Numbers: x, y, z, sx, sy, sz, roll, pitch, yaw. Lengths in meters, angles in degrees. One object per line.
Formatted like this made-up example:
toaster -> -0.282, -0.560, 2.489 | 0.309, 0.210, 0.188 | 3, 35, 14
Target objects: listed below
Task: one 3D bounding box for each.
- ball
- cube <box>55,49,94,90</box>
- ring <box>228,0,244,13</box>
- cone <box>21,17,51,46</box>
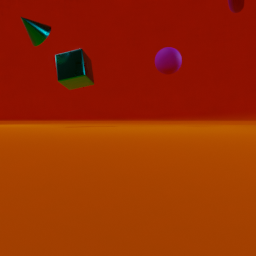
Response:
ball -> 1.622, -2.703, 11.309 | 1.068, 1.068, 1.068 | 0, 2, 0
cube -> -2.269, -2.489, 12.050 | 1.219, 1.219, 1.219 | -11, -11, 10
ring -> 1.935, -2.755, 5.033 | 0.257, 1.287, 1.287 | -1, 1, 24
cone -> -3.715, -3.905, 10.802 | 1.043, 1.043, 1.047 | 1, -27, 39
